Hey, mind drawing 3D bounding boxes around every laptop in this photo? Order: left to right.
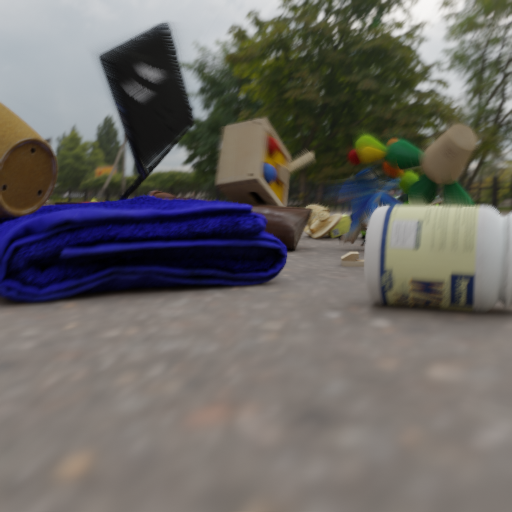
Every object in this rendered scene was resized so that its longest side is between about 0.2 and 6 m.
[{"bbox_3d":[-2.093,-2.121,9.276,1.415,2.741,2.429,-3,32,18],"label":"laptop"}]

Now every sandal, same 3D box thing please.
[{"bbox_3d":[1.351,-0.869,13.250,0.675,0.753,2.053,42,-6,-6],"label":"sandal"}]

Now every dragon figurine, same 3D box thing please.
[{"bbox_3d":[2.112,-1.005,9.714,0.842,1.422,2.859,12,-17,-12],"label":"dragon figurine"}]

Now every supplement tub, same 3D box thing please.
[{"bbox_3d":[1.501,0.015,4.478,1.140,0.827,0.827,3,6,23],"label":"supplement tub"}]

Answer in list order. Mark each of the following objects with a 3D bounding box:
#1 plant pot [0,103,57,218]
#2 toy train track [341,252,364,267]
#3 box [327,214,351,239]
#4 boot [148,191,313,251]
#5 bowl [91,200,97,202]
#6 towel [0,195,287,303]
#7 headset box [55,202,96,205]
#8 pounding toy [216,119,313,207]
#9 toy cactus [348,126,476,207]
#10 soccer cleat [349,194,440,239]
[{"bbox_3d":[-3.219,-1.102,6.188,1.875,1.748,1.748,21,12,19],"label":"plant pot"},{"bbox_3d":[2.207,-0.018,7.410,2.142,0.348,1.229,0,5,7],"label":"toy train track"},{"bbox_3d":[2.029,-0.761,14.068,0.610,0.406,1.622,-22,5,4],"label":"box"},{"bbox_3d":[-0.581,-0.689,10.962,3.333,1.071,3.107,1,12,5],"label":"boot"},{"bbox_3d":[-4.472,-1.022,15.994,0.589,1.095,1.095,-47,20,-13],"label":"bowl"},{"bbox_3d":[-1.815,-0.272,6.703,2.885,0.968,3.906,-2,6,-30],"label":"towel"},{"bbox_3d":[-3.155,-0.823,12.980,2.344,0.879,1.742,2,6,24],"label":"headset box"},{"bbox_3d":[0.229,-1.702,10.972,1.221,1.582,1.718,-5,-27,25],"label":"pounding toy"},{"bbox_3d":[2.111,-0.939,7.161,1.128,2.206,1.820,-27,-20,-22],"label":"toy cactus"},{"bbox_3d":[2.998,-0.746,12.190,1.389,1.157,3.427,-20,7,-3],"label":"soccer cleat"}]
